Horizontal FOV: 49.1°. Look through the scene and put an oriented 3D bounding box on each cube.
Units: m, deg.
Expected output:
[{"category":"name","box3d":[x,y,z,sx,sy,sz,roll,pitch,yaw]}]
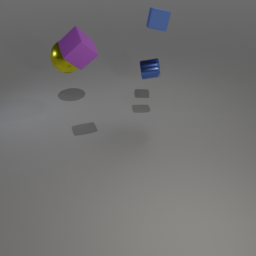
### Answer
[{"category":"cube","box3d":[-1.354,-2.164,7.632,0.700,0.700,0.700,-36,57,20]},{"category":"cube","box3d":[1.118,-4.042,10.403,0.700,0.700,0.700,10,24,-6]}]

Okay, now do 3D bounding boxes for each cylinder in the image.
[{"category":"cylinder","box3d":[0.829,-2.223,10.548,0.700,0.700,0.700,-7,31,6]}]

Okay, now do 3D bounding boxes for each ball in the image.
[{"category":"ball","box3d":[-2.590,-3.026,11.879,1.400,1.400,1.400,0,31,0]}]
